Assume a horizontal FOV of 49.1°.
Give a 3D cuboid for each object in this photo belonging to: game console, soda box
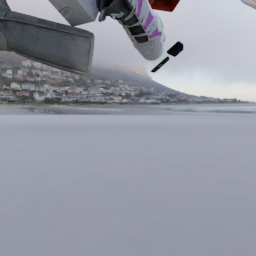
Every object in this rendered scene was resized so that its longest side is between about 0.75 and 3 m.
[{"bbox_3d":[1.221,-2.220,8.908,1.317,0.159,0.777,-40,-10,22],"label":"game console"},{"bbox_3d":[-1.696,-3.623,6.586,0.874,0.812,2.559,3,-24,34],"label":"soda box"}]

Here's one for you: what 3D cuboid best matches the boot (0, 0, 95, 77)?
[{"bbox_3d":[-2.358,-2.681,7.208,2.978,2.707,1.081,3,-21,-12],"label":"boot"}]

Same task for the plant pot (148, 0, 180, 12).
[{"bbox_3d":[1.057,-4.075,8.226,0.887,0.782,0.886,-5,-25,-29],"label":"plant pot"}]

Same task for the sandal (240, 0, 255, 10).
[{"bbox_3d":[3.577,-3.700,7.445,1.043,0.780,2.722,28,37,-1],"label":"sandal"}]

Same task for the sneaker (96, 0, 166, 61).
[{"bbox_3d":[-0.076,-2.874,7.245,1.137,2.924,2.046,-8,27,35],"label":"sneaker"}]
